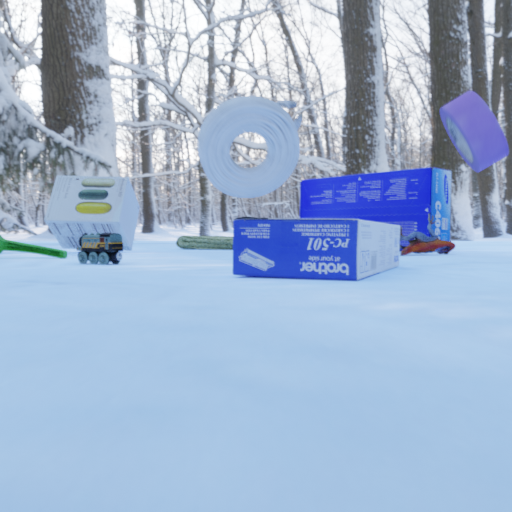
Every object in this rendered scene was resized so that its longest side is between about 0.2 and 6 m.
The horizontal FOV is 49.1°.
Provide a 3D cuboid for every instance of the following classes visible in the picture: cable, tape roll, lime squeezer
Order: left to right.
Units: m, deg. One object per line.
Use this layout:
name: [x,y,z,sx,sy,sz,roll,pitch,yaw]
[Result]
lime squeezer: [-4.340,-0.193,8.438,2.776,0.524,0.980,1,0,-24]
cable: [-0.134,-2.098,11.038,2.030,2.030,0.703,4,27,-10]
tape roll: [3.715,-2.120,9.587,0.546,1.285,1.285,-31,-5,12]

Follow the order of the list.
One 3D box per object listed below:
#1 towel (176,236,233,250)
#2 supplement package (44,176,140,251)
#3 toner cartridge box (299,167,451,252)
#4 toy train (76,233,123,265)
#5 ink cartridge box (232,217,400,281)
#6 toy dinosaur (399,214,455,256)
towel: [-0.951,-0.352,15.023,2.047,0.373,1.519,1,1,25]
supplement package: [-3.451,-0.911,11.983,1.555,1.180,1.172,2,-30,3]
toner cartridge box: [2.794,-1.065,13.889,0.857,1.887,3.972,-2,3,-42]
toy train: [-1.909,-0.087,6.832,0.692,0.394,0.295,2,2,32]
ink cartridge box: [0.699,-0.092,5.404,1.062,0.499,2.258,2,2,22]
toy dinosaur: [3.140,-0.135,10.397,1.239,0.717,1.366,13,40,-3]
